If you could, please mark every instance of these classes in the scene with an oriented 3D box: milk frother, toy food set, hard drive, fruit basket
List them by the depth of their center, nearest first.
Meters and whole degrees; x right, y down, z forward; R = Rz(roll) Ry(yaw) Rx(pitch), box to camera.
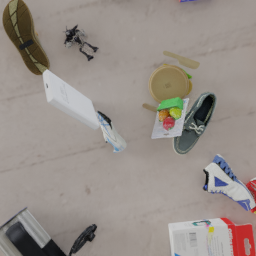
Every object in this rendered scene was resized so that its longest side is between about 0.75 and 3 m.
[{"bbox_3d":[-2.006,-0.958,10.016,0.306,2.293,1.513,-36,50,17],"label":"hard drive"},{"bbox_3d":[-3.001,3.970,10.361,2.648,2.541,2.815,49,45,2],"label":"milk frother"},{"bbox_3d":[1.586,-0.326,10.449,0.717,1.417,1.530,26,67,-38],"label":"fruit basket"},{"bbox_3d":[1.661,-1.674,11.107,1.703,0.495,2.467,24,105,7],"label":"toy food set"}]

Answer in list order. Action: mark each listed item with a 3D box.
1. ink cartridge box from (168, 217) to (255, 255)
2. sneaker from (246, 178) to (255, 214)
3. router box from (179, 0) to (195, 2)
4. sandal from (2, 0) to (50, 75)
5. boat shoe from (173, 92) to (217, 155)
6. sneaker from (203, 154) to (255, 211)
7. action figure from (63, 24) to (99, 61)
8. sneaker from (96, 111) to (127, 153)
[{"bbox_3d":[3.132,4.436,10.583,2.960,0.995,1.720,-5,87,0],"label":"ink cartridge box"},{"bbox_3d":[5.366,3.179,10.812,1.116,1.012,2.629,-25,83,15],"label":"sneaker"},{"bbox_3d":[2.761,-5.920,11.397,1.485,0.363,1.333,-8,87,0],"label":"router box"},{"bbox_3d":[-3.977,-3.537,11.142,1.202,0.808,2.993,-22,102,5],"label":"sandal"},{"bbox_3d":[2.603,-0.201,10.880,1.001,0.849,2.748,30,88,1],"label":"boat shoe"},{"bbox_3d":[3.662,2.291,10.812,1.317,0.921,2.281,-36,81,2],"label":"sneaker"},{"bbox_3d":[-1.977,-3.455,11.061,1.661,0.848,0.987,39,99,0],"label":"action figure"},{"bbox_3d":[-0.785,0.144,10.989,0.672,0.667,1.855,-35,83,13],"label":"sneaker"}]
